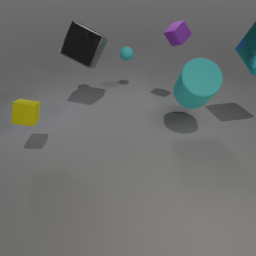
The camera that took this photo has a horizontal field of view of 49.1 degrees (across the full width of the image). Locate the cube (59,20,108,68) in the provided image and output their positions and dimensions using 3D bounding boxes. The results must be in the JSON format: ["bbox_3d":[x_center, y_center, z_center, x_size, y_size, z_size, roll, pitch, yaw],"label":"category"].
[{"bbox_3d":[-1.829,-3.459,11.796,1.400,1.400,1.400,26,12,-3],"label":"cube"}]

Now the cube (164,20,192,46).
[{"bbox_3d":[2.063,-3.925,11.631,0.700,0.700,0.700,-49,29,-14],"label":"cube"}]

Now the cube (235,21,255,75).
[{"bbox_3d":[4.938,-2.760,9.735,1.400,1.400,1.400,2,52,-23],"label":"cube"}]

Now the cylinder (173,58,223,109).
[{"bbox_3d":[2.445,-1.548,9.978,1.400,1.400,1.400,-2,-14,-3],"label":"cylinder"}]

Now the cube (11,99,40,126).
[{"bbox_3d":[-3.303,-0.509,9.091,0.700,0.700,0.700,8,14,-6],"label":"cube"}]

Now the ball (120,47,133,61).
[{"bbox_3d":[-0.082,-3.803,14.341,0.700,0.700,0.700,0,30,0],"label":"ball"}]
